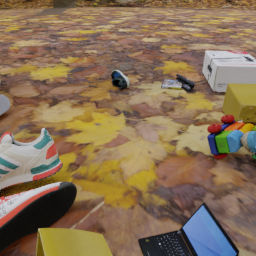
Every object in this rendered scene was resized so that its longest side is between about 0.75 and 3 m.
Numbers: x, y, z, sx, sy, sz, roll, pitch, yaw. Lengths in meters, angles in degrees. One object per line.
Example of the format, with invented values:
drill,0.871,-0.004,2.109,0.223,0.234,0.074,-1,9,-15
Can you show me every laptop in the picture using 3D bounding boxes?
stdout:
laptop,0.991,2.090,4.944,1.351,0.698,1.197,-7,29,-13

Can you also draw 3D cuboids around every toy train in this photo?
toy train,3.354,0.067,7.937,2.277,0.964,1.317,-27,16,-40

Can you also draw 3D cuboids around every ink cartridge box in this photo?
ink cartridge box,4.826,-2.710,13.139,2.075,1.204,2.877,2,29,3

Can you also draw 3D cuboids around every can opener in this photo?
can opener,2.585,-2.137,12.787,0.507,0.409,1.290,-13,42,-21

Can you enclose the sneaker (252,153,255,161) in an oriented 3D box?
sneaker,4.200,0.384,7.780,2.245,0.956,0.876,-26,38,-38

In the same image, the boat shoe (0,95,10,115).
boat shoe,-5.107,-0.406,9.549,0.833,0.846,2.387,-17,24,28

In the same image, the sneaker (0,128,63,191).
sneaker,-2.934,0.765,6.422,2.667,1.247,0.939,-16,14,-16

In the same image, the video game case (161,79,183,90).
video game case,2.060,-2.042,13.048,0.916,0.129,1.013,6,29,12

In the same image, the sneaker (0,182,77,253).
sneaker,-2.509,1.607,5.561,1.501,0.935,2.801,26,40,35

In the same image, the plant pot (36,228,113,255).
plant pot,-0.783,2.272,4.277,1.026,1.163,1.163,-1,26,-27

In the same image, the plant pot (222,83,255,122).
plant pot,4.089,-0.791,9.811,1.153,1.146,1.180,2,34,4

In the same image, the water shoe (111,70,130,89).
water shoe,-0.516,-2.276,13.021,0.631,0.572,1.599,-18,33,-25
